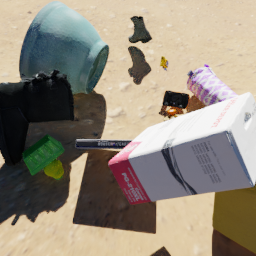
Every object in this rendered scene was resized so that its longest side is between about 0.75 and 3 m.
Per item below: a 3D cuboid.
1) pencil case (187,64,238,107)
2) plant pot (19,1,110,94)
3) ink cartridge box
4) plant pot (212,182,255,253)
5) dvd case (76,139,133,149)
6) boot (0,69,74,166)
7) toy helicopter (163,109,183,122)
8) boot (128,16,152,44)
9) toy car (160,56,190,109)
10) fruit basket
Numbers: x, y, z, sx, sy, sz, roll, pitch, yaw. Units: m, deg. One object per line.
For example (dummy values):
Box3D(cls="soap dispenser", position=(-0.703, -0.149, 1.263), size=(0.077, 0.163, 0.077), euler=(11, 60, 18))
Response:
Box3D(cls="pencil case", position=(3.007, -1.019, 9.103), size=(1.070, 1.050, 2.503), euler=(-48, 55, 17))
Box3D(cls="plant pot", position=(-1.856, -2.318, 9.296), size=(2.002, 2.988, 2.988), euler=(25, 50, 4))
Box3D(cls="ink cartridge box", position=(1.098, 0.397, 5.060), size=(2.343, 0.988, 1.696), euler=(-21, 11, 39))
Box3D(cls="plant pot", position=(3.307, 1.111, 6.048), size=(2.626, 2.978, 2.978), euler=(8, 47, 21))
Box3D(cls="dvd case", position=(-0.209, 0.455, 7.512), size=(2.039, 1.533, 0.252), euler=(1, 86, 5))
Box3D(cls="boot", position=(-2.493, -0.277, 7.588), size=(2.083, 2.542, 0.941), euler=(-11, 24, -17))
Box3D(cls="toy helicopter", position=(1.544, -0.224, 8.188), size=(1.080, 0.426, 0.714), euler=(4, 25, 32))
Box3D(cls="boot", position=(0.368, -4.077, 11.472), size=(0.560, 1.080, 1.654), euler=(-35, 28, -14))
Box3D(cls="toy car", position=(1.639, -1.493, 9.427), size=(0.937, 0.635, 1.909), euler=(-6, 80, 28))
Box3D(cls="fruit basket", position=(-2.130, 0.870, 7.498), size=(1.127, 1.127, 0.813), euler=(-19, 25, -17))
